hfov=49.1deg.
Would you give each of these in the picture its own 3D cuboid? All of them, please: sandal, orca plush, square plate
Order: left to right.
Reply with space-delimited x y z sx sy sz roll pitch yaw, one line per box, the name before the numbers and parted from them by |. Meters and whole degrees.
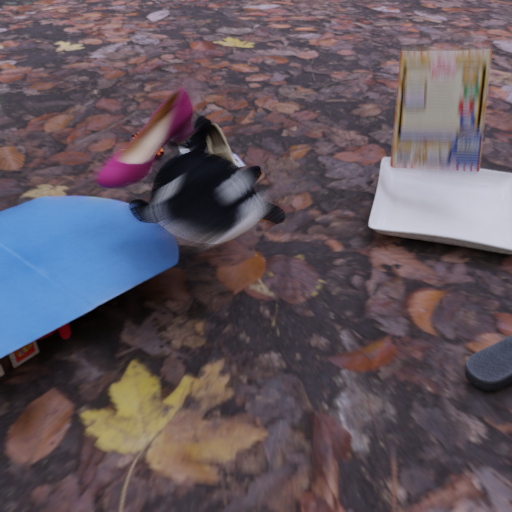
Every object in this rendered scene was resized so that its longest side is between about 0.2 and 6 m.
orca plush | -0.606 -1.539 9.833 2.559 1.729 4.864 8 14 14
square plate | 4.007 -1.068 11.771 3.014 0.429 2.986 10 40 12
sandal | 4.190 1.511 8.574 2.189 0.469 0.832 -18 34 -7

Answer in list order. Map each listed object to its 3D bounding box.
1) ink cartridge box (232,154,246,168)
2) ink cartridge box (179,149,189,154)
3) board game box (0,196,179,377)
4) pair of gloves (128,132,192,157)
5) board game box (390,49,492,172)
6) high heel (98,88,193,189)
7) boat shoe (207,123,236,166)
ink cartridge box | -0.962 -2.026 13.121 1.328 0.260 0.661 -16 40 -16
ink cartridge box | -1.355 -1.938 12.519 0.551 0.315 1.061 -6 53 -16
board game box | -3.855 0.474 9.474 3.975 0.980 5.031 24 39 34
pair of gloves | -2.340 -2.954 14.351 1.679 0.208 1.496 -18 40 -26
board game box | 3.802 -2.983 11.587 1.793 2.367 0.548 7 8 20
high heel | -1.911 -2.003 9.557 2.090 1.002 0.704 -36 61 -19
boat shoe | -0.786 -2.229 12.563 0.550 0.496 1.526 -16 81 -2
